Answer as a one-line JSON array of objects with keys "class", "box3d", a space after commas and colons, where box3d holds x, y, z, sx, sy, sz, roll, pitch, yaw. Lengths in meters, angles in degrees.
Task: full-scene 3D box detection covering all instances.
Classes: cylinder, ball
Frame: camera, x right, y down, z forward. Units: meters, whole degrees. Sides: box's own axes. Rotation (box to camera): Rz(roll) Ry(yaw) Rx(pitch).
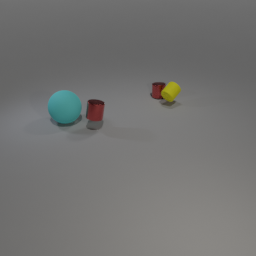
[{"class": "cylinder", "box3d": [2.068, -1.745, 13.471, 0.700, 0.700, 0.700, 26, 68, 39]}, {"class": "ball", "box3d": [-2.666, -0.887, 11.835, 1.400, 1.400, 1.400, 0, 29, 0]}, {"class": "cylinder", "box3d": [-1.312, -0.717, 11.227, 0.700, 0.700, 0.700, 8, 23, -4]}, {"class": "cylinder", "box3d": [1.590, -1.953, 14.462, 0.700, 0.700, 0.700, -1, 23, 1]}]
